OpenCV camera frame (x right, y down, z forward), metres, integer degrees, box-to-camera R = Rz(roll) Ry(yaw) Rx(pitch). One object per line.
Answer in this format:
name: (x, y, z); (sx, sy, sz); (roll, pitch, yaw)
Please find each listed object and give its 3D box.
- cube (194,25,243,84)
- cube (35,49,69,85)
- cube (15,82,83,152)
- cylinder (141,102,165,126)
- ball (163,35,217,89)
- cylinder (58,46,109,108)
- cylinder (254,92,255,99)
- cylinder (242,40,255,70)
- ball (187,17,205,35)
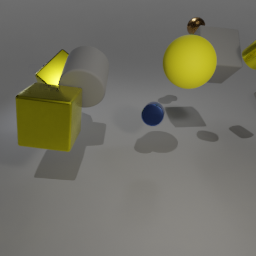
cube: (2.898, -2.491, 9.709); (1.400, 1.400, 1.400); (2, -15, -10)
cube: (-2.338, -1.709, 10.338); (1.400, 1.400, 1.400); (40, 73, 1)
cube: (-2.100, -0.338, 7.699); (1.400, 1.400, 1.400); (7, 23, 0)
cylinder: (0.808, -0.460, 8.985); (0.700, 0.700, 0.700); (5, 13, 8)
ball: (1.626, -1.747, 7.451); (1.400, 1.400, 1.400); (0, 31, 0)
cylinder: (-1.333, -1.593, 8.704); (1.400, 1.400, 1.400); (1, 44, 2)
cylinder: (4.864, -1.020, 9.768); (0.700, 0.700, 0.700); (-19, -6, -2)
cylinder: (3.607, -2.054, 7.597); (0.700, 0.700, 0.700); (11, 63, -22)
ball: (2.630, -3.904, 10.814); (0.700, 0.700, 0.700); (0, 31, 0)
